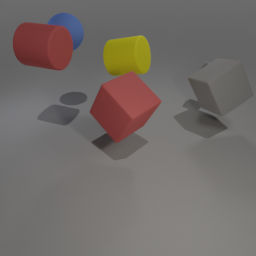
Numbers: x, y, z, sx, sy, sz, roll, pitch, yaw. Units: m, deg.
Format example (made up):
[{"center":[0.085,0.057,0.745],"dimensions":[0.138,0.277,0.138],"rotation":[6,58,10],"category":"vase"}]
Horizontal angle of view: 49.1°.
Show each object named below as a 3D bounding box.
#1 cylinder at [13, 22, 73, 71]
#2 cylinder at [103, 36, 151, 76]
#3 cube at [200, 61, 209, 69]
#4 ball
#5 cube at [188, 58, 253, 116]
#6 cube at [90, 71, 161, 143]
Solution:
[{"center":[-2.769,-2.690,9.237],"dimensions":[1.400,1.400,1.400],"rotation":[12,34,18],"category":"cylinder"},{"center":[-0.018,-2.754,10.802],"dimensions":[1.400,1.400,1.400],"rotation":[1,29,27],"category":"cylinder"},{"center":[3.299,-2.251,11.575],"dimensions":[0.700,0.700,0.700],"rotation":[40,25,7],"category":"cube"},{"center":[-2.378,-3.603,10.598],"dimensions":[1.400,1.400,1.400],"rotation":[0,32,0],"category":"ball"},{"center":[3.285,-1.493,10.028],"dimensions":[1.400,1.400,1.400],"rotation":[-34,23,-5],"category":"cube"},{"center":[-0.106,-0.665,8.792],"dimensions":[1.400,1.400,1.400],"rotation":[-32,75,-39],"category":"cube"}]
